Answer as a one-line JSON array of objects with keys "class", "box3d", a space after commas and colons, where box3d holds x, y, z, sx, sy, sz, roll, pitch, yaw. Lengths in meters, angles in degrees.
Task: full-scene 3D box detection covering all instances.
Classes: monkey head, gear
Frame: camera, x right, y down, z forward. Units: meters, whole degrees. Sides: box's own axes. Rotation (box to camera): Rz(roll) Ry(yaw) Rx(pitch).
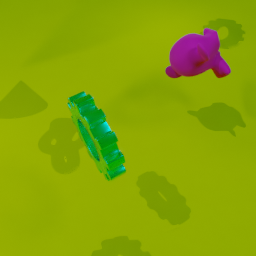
[{"class": "monkey head", "box3d": [1.475, -1.386, 5.842, 1.022, 1.697, 1.221, -39, 95, -14]}, {"class": "gear", "box3d": [-0.487, 0.133, 4.196, 0.252, 1.361, 1.361, -27, 57, -17]}]
